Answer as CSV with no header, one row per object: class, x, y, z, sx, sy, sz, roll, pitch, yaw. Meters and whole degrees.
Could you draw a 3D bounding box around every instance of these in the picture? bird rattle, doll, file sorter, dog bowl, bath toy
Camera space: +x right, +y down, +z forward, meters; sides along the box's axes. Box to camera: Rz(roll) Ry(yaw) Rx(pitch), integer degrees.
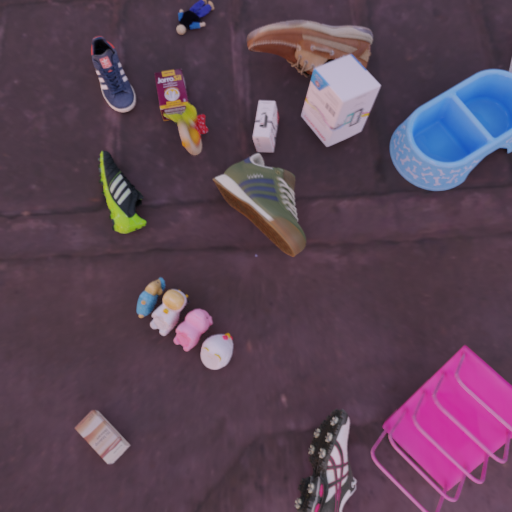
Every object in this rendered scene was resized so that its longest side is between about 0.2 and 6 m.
bird rattle,-1.440,-2.633,11.947,0.705,1.251,1.020,-12,76,9
doll,-1.500,-5.735,13.478,0.756,0.269,1.108,39,76,13
file sorter,3.260,2.992,9.411,1.567,1.414,2.254,43,115,16
dog bowl,4.571,-2.830,12.235,3.402,0.843,1.897,-31,75,-9
bath toy,-1.285,1.309,10.954,2.131,0.927,0.788,36,40,11

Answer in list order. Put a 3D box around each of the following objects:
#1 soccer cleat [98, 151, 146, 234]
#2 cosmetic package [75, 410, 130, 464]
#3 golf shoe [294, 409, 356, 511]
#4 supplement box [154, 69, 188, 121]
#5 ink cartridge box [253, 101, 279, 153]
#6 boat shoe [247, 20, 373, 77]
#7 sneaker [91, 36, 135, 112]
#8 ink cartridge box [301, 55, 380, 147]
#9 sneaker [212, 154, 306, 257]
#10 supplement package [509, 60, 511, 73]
soccer cleat,-2.870,-1.378,11.934,0.778,0.648,1.921,-13,74,-21
cosmetic package,-2.861,3.373,10.437,0.928,0.405,0.480,40,76,12
golf shoe,1.401,3.839,10.215,0.896,0.785,2.033,23,76,-13
supplement box,-1.887,-3.639,12.666,0.648,0.511,0.990,-11,72,-4
ink cartridge box,0.222,-2.826,12.291,0.382,0.677,0.923,5,73,12
boat shoe,1.233,-4.567,12.492,2.884,1.092,1.035,-1,97,-9
sneaker,-3.312,-4.142,12.687,0.698,0.787,1.861,-25,74,-8
ink cartridge box,1.734,-3.237,11.774,1.017,1.393,1.022,-27,69,-21
sneaker,0.325,-1.202,11.120,1.279,0.955,2.848,-39,47,-8
supplement package,6.517,-4.771,12.960,0.916,0.652,1.176,17,72,5
